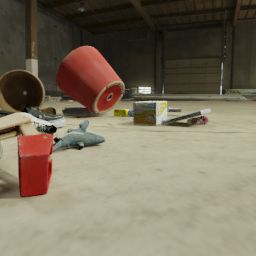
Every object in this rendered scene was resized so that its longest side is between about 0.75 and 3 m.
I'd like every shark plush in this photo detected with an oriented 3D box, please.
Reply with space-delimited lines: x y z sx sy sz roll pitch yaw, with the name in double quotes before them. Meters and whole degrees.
"shark plush" -1.041 0.223 5.686 0.543 0.592 1.304 38 19 25

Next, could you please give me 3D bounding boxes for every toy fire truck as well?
"toy fire truck" -1.836 0.038 3.633 1.552 0.536 2.201 -2 27 -20

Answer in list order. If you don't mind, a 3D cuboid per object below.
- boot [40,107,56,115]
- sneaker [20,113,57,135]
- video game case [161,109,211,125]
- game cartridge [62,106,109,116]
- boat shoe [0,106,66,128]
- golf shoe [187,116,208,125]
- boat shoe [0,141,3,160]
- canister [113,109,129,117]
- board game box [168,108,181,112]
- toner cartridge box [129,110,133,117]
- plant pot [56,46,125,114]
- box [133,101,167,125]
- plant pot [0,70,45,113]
"boot" -4.241 -0.739 13.514 1.044 0.497 1.350 -1 2 31
"sneaker" -2.394 -0.105 7.352 0.705 0.462 1.225 8 -6 40
"video game case" 2.181 -0.417 10.373 1.480 0.179 1.624 -15 -1 28
"game cartridge" -2.187 -0.947 15.408 1.635 0.510 2.455 9 10 29
"boat shoe" -3.069 -0.305 8.673 0.885 0.730 2.579 6 9 43
"golf shoe" 2.561 -0.281 10.310 0.872 0.328 0.399 -2 4 -29
"boat shoe" -2.754 0.204 4.577 2.380 0.741 0.888 25 21 38
"canister" -0.303 -0.767 14.121 0.666 0.388 0.897 1 6 12
"board game box" 3.042 -1.175 18.285 0.785 0.200 1.160 1 7 6
"toner cartridge box" 0.482 -0.783 14.538 0.667 0.303 1.404 0 6 12
"plant pot" -1.715 -2.222 14.053 2.522 2.850 2.850 43 27 22
"box" 0.872 -0.592 10.636 0.923 0.831 1.640 2 7 21
"plant pot" -3.960 -1.294 10.537 1.738 1.738 0.802 0 8 -4
